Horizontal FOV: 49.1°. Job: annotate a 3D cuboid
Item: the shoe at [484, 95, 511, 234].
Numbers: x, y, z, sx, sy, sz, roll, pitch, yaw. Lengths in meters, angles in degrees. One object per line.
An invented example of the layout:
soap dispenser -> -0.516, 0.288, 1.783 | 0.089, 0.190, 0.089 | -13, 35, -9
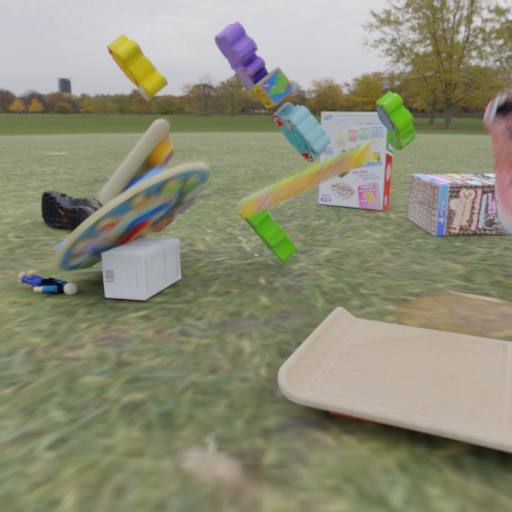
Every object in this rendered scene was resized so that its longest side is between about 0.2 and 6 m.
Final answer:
shoe -> 3.677, -1.323, 7.779 | 0.895, 1.140, 2.506 | -13, 32, 23

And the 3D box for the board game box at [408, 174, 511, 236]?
board game box -> 4.284, -1.053, 11.142 | 2.032, 0.984, 1.620 | -1, 15, -2

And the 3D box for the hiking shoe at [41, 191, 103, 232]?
hiking shoe -> -3.583, -0.855, 11.274 | 1.882, 0.713, 0.947 | 23, 18, 36

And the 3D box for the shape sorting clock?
shape sorting clock -> -1.579, -0.471, 7.444 | 2.358, 0.462, 2.358 | -36, 0, 0

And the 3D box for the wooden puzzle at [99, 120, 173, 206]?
wooden puzzle -> -1.581, -1.158, 7.879 | 0.342, 1.369, 1.478 | 37, -4, -4

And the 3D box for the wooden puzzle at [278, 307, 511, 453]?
wooden puzzle -> 1.388, 1.043, 4.803 | 1.975, 0.368, 1.827 | 12, 18, 22

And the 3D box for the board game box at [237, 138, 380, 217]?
board game box -> 0.668, -0.945, 6.611 | 1.736, 0.260, 0.830 | -25, 6, 18

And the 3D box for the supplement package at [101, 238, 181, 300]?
supplement package -> -1.494, 0.145, 7.447 | 0.586, 0.609, 1.070 | 3, 13, 17

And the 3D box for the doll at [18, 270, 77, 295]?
doll -> -2.730, 0.382, 7.387 | 0.835, 0.202, 0.570 | 12, 11, 19

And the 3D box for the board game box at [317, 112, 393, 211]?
board game box -> 2.322, -2.247, 13.177 | 1.699, 2.221, 0.448 | 10, 17, 31

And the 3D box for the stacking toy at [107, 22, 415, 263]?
stacking toy -> 0.242, -2.334, 8.295 | 2.973, 3.943, 0.926 | -41, 14, -6
